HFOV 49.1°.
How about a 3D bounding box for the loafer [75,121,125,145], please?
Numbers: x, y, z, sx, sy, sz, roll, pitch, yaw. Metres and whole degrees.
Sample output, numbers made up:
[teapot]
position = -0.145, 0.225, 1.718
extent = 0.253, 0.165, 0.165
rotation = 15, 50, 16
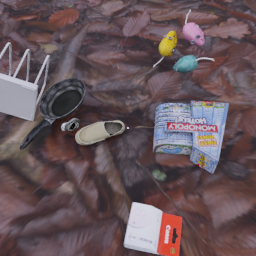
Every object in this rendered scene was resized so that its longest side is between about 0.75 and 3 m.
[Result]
[loafer]
position = -0.772, 0.068, 7.983
extent = 1.491, 0.509, 0.564
rotation = -19, 83, -17

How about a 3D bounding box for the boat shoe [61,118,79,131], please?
[boat shoe]
position = -1.604, -0.068, 8.181
extent = 0.270, 0.299, 0.847
rotation = 10, 19, 17

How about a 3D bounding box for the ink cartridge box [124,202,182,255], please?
[ink cartridge box]
position = 0.593, 2.287, 6.336
extent = 1.209, 0.345, 0.982
rotation = 7, 50, 10

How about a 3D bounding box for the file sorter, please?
[file sorter]
position = -3.688, -1.543, 8.123
extent = 2.419, 1.678, 1.506
rotation = 17, 56, -12

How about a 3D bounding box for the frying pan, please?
[frying pan]
position = -1.988, -0.434, 8.034
extent = 1.532, 0.412, 2.533
rotation = -5, 55, 22

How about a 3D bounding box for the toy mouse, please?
[toy mouse]
position = 1.918, -2.624, 9.297
extent = 2.023, 2.276, 0.440
rotation = 37, 30, 27

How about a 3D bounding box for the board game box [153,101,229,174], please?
[board game box]
position = 1.812, 0.174, 7.884
extent = 2.142, 0.661, 2.141
rotation = 4, 48, 4
